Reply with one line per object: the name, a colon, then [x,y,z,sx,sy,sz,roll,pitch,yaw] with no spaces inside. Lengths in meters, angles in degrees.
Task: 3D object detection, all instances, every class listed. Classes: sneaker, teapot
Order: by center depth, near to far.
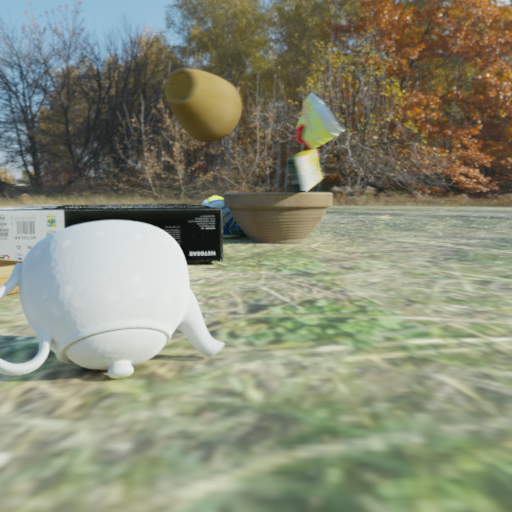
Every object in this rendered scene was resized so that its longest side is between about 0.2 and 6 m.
teapot: [-1.059,0.404,3.976,1.292,0.944,1.275,-17,-25,9]
sneaker: [1.123,-2.681,11.295,0.887,0.767,1.964,-41,19,15]
sneaker: [-0.347,-1.084,15.684,1.606,1.158,3.057,3,6,22]

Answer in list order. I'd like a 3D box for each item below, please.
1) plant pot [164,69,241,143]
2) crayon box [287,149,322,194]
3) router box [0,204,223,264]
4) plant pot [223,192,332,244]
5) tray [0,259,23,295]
plant pot: [-1.216,-3.167,11.356,1.393,1.393,1.494,2,-3,19]
crayon box: [1.138,-1.987,13.028,0.323,0.787,1.251,-6,17,27]
router box: [-2.788,-0.469,10.759,4.039,1.031,3.013,-1,7,-10]
plant pot: [0.540,-1.003,14.393,2.787,1.286,2.787,1,7,0]
tray: [-3.979,0.259,7.383,2.141,0.396,1.056,4,7,27]
